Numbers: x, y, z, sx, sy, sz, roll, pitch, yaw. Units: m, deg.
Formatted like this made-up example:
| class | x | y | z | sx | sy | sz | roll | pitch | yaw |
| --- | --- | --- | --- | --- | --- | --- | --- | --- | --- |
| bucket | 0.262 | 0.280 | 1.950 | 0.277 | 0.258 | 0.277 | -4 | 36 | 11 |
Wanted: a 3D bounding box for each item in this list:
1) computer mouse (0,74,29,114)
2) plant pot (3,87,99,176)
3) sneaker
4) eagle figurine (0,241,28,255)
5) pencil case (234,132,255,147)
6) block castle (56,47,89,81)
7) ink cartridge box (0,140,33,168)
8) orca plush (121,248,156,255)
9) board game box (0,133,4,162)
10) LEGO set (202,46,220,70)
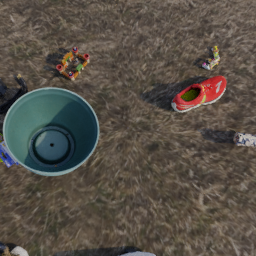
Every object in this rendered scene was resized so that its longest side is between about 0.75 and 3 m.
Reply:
| class | x | y | z | sx | sy | sz | roll | pitch | yaw |
| --- | --- | --- | --- | --- | --- | --- | --- | --- | --- |
| computer mouse | -5.257 | -1.880 | 11.526 | 1.671 | 0.548 | 2.380 | -38 | 76 | -11 |
| plant pot | -2.651 | 0.359 | 9.847 | 2.983 | 1.998 | 2.983 | 6 | 67 | -14 |
| sneaker | 2.915 | -1.401 | 11.088 | 2.502 | 1.062 | 0.963 | -28 | 74 | -9 |
| eagle figurine | -4.595 | 4.470 | 9.155 | 2.145 | 1.619 | 1.628 | -18 | 25 | 24 |
| pencil case | 4.684 | 0.455 | 10.459 | 1.329 | 0.594 | 0.517 | 6 | 79 | 6 |
| block castle | -2.303 | -2.732 | 11.779 | 0.866 | 0.608 | 1.295 | 33 | 75 | 11 |
| ink cartridge box | -4.043 | 0.652 | 10.663 | 1.721 | 0.361 | 1.027 | -38 | 75 | -23 |
| orca plush | -0.119 | 4.745 | 9.159 | 2.227 | 1.172 | 0.792 | -12 | 111 | -27 |
| board game box | -5.878 | 0.833 | 10.636 | 2.091 | 0.498 | 1.062 | -6 | 72 | -2 |
| LEGO set | 3.697 | -3.040 | 11.959 | 0.567 | 0.458 | 1.232 | 29 | 74 | 9 |
